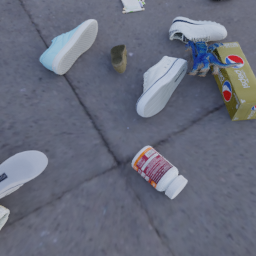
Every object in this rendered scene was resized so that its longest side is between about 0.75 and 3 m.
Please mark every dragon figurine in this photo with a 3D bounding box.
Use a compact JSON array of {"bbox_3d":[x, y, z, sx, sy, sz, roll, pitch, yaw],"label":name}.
[{"bbox_3d":[2.729,-2.548,9.629,0.824,2.800,1.392,3,94,-15],"label":"dragon figurine"}]

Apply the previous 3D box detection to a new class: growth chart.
[{"bbox_3d":[0.220,-5.850,12.899,1.175,0.144,1.624,-7,57,-5],"label":"growth chart"}]

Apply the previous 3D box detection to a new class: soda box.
[{"bbox_3d":[3.675,-1.662,9.643,0.899,0.951,2.809,-5,57,-4],"label":"soda box"}]

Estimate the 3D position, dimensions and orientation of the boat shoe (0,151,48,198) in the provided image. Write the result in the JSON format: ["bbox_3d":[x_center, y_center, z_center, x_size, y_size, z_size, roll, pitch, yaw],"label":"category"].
[{"bbox_3d":[-3.135,1.286,7.240,2.181,0.713,0.802,-26,82,-36],"label":"boat shoe"}]

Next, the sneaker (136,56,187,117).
[{"bbox_3d":[0.968,-1.458,9.586,1.042,1.074,2.942,22,50,26],"label":"sneaker"}]

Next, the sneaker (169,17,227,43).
[{"bbox_3d":[2.768,-3.731,11.194,2.233,0.853,0.899,12,66,15],"label":"sneaker"}]

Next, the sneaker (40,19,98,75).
[{"bbox_3d":[-2.270,-3.328,10.688,1.183,1.067,2.888,26,59,14],"label":"sneaker"}]

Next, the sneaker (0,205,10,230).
[{"bbox_3d":[-3.721,1.837,7.410,1.528,0.974,2.644,11,67,5],"label":"sneaker"}]

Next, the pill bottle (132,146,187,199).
[{"bbox_3d":[0.871,1.235,7.817,0.806,0.806,1.472,-39,65,-23],"label":"pill bottle"}]

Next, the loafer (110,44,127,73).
[{"bbox_3d":[-0.338,-2.606,10.533,0.614,0.544,1.614,-6,42,12],"label":"loafer"}]
